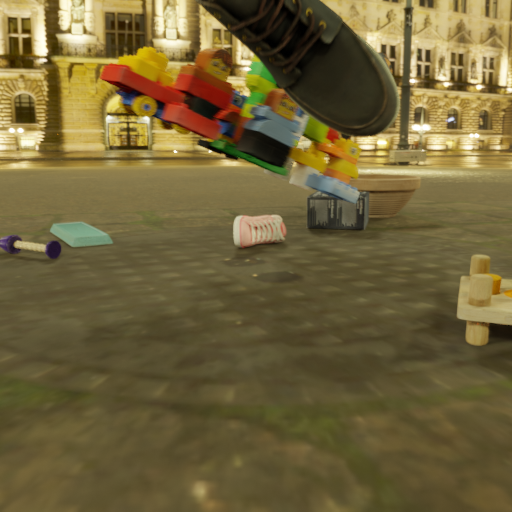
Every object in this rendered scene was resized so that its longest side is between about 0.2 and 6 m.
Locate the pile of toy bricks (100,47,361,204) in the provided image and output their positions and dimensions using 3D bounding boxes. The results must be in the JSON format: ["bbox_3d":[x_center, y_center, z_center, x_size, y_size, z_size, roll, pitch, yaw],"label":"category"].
[{"bbox_3d":[0.303,-2.892,9.906,5.233,2.583,2.903,16,7,-40],"label":"pile of toy bricks"}]

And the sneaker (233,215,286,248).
[{"bbox_3d":[0.113,-0.529,11.236,0.850,0.612,1.626,-2,6,17],"label":"sneaker"}]

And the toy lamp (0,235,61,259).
[{"bbox_3d":[-4.143,-0.167,10.177,1.291,0.376,0.376,7,14,27],"label":"toy lamp"}]

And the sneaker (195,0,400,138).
[{"bbox_3d":[0.323,-2.510,6.501,3.111,1.164,1.653,45,24,4],"label":"sneaker"}]

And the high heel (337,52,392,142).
[{"bbox_3d":[2.133,-3.070,11.760,0.934,2.617,1.866,-13,42,-15],"label":"high heel"}]

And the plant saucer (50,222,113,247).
[{"bbox_3d":[-3.841,-0.498,12.161,0.821,0.223,2.350,-6,12,-30],"label":"plant saucer"}]

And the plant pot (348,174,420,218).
[{"bbox_3d":[3.313,-1.680,15.638,2.434,1.123,2.434,-1,12,0],"label":"plant pot"}]

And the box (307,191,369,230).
[{"bbox_3d":[2.043,-1.139,13.786,1.384,0.792,1.520,2,12,15],"label":"box"}]

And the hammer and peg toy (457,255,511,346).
[{"bbox_3d":[3.235,0.506,5.851,2.121,0.748,1.560,5,12,21],"label":"hammer and peg toy"}]
